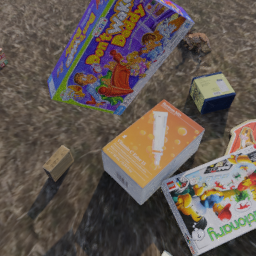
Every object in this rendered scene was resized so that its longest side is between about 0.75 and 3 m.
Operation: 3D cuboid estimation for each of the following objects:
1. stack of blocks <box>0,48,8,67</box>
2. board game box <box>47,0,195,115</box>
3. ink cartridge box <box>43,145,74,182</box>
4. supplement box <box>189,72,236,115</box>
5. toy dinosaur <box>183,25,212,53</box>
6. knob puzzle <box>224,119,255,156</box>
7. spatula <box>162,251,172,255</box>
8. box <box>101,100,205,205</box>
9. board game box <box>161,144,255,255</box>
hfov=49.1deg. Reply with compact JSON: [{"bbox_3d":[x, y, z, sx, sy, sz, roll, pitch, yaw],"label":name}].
[{"bbox_3d":[-4.969,-2.710,10.160,1.098,0.632,0.322,25,59,17],"label":"stack of blocks"},{"bbox_3d":[-0.232,-1.515,5.729,1.815,2.700,0.605,11,43,-38],"label":"board game box"},{"bbox_3d":[-1.884,0.972,7.631,0.300,0.657,0.798,29,60,18],"label":"ink cartridge box"},{"bbox_3d":[2.693,-1.138,9.043,1.038,0.697,1.037,-13,57,-9],"label":"supplement box"},{"bbox_3d":[2.606,-3.457,10.720,1.453,0.624,0.985,16,50,4],"label":"toy dinosaur"},{"bbox_3d":[4.048,0.462,8.182,2.332,0.323,2.332,0,55,0],"label":"knob puzzle"},{"bbox_3d":[1.121,3.440,5.357,1.671,0.193,2.403,30,18,16],"label":"spatula"},{"bbox_3d":[0.672,0.600,7.573,2.381,1.161,1.481,-39,64,-23],"label":"box"},{"bbox_3d":[2.549,1.708,7.097,2.938,0.509,1.855,-20,65,-12],"label":"board game box"}]
